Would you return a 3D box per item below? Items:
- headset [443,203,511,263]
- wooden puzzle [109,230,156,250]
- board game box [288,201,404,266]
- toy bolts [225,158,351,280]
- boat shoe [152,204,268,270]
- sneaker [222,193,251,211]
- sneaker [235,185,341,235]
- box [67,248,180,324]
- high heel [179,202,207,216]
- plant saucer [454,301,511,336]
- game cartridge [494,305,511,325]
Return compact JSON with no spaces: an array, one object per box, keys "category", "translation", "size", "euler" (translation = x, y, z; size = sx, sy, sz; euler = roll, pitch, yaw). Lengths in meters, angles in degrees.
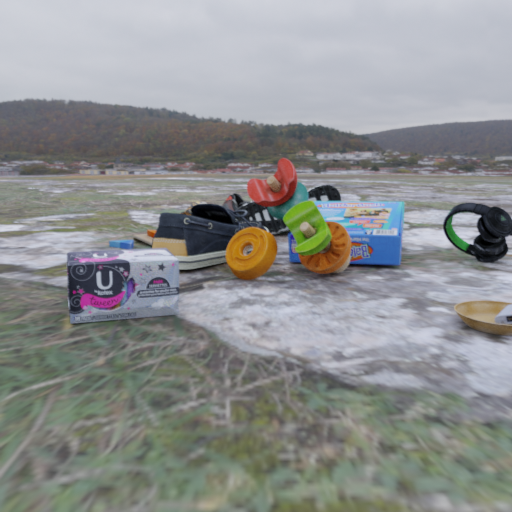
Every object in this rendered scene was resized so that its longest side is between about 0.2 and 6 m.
[{"category":"headset","translation":[4.253,-0.277,10.129],"size":[1.815,1.121,0.853],"euler":[22,54,27]},{"category":"wooden puzzle","translation":[-1.672,-0.424,12.487],"size":[2.745,0.321,1.852],"euler":[-11,15,-44]},{"category":"board game box","translation":[1.879,-0.519,11.083],"size":[2.002,0.592,2.632],"euler":[2,19,16]},{"category":"toy bolts","translation":[0.527,-0.377,9.503],"size":[1.925,2.015,1.397],"euler":[-27,-37,17]},{"category":"boat shoe","translation":[-0.741,-0.481,10.759],"size":[1.275,1.064,3.417],"euler":[3,9,29]},{"category":"sneaker","translation":[-0.552,-1.231,15.061],"size":[0.880,0.935,2.284],"euler":[-6,12,-29]},{"category":"sneaker","translation":[0.688,-0.982,14.042],"size":[2.807,0.933,1.270],"euler":[-16,-11,-9]},{"category":"box","translation":[-1.715,0.341,7.177],"size":[1.340,0.768,0.885],"euler":[-4,11,-19]},{"category":"high heel","translation":[-1.730,-0.910,13.698],"size":[1.376,0.689,1.931],"euler":[-1,-4,16]},{"category":"plant saucer","translation":[2.878,0.746,6.617],"size":[1.039,0.184,1.039],"euler":[0,11,0]},{"category":"game cartridge","translation":[3.210,0.645,6.500],"size":[0.733,0.150,0.488],"euler":[-14,1,43]}]
